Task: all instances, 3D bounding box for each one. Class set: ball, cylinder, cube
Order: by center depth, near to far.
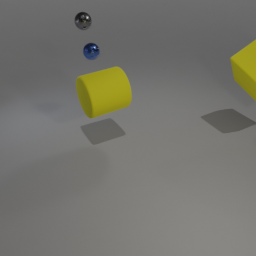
[{"bbox_3d":[-0.808,-1.171,9.199,1.400,1.400,1.400,-20,36,-22],"label":"cylinder"},{"bbox_3d":[4.502,-1.962,9.377,1.400,1.400,1.400,-36,56,8],"label":"cube"},{"bbox_3d":[-1.835,-4.367,11.440,0.700,0.700,0.700,0,30,0],"label":"ball"},{"bbox_3d":[-1.534,-3.206,11.734,0.700,0.700,0.700,0,30,0],"label":"ball"}]
